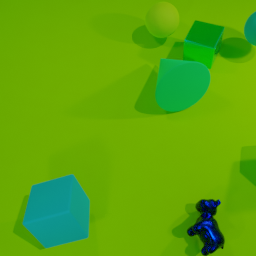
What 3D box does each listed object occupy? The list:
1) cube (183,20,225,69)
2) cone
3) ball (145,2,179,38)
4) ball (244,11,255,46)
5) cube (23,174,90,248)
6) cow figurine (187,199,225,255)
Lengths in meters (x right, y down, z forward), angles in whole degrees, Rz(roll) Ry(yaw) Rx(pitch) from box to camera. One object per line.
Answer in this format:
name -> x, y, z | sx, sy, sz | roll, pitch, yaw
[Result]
cube -> 2.297, -2.550, 8.592 | 0.931, 0.931, 0.931 | 21, 66, 19
cone -> 1.256, -1.602, 8.107 | 1.612, 1.612, 1.618 | -17, 47, -8
ball -> 1.076, -3.395, 8.811 | 1.059, 1.059, 1.059 | 0, 64, 0
ball -> 4.040, -2.979, 8.341 | 1.084, 1.084, 1.084 | 0, 64, 0
cube -> -1.498, 1.814, 6.122 | 1.016, 1.016, 1.016 | -16, 37, 7
cow figurine -> 1.892, 2.212, 6.444 | 1.093, 0.609, 1.110 | -24, 66, -27
